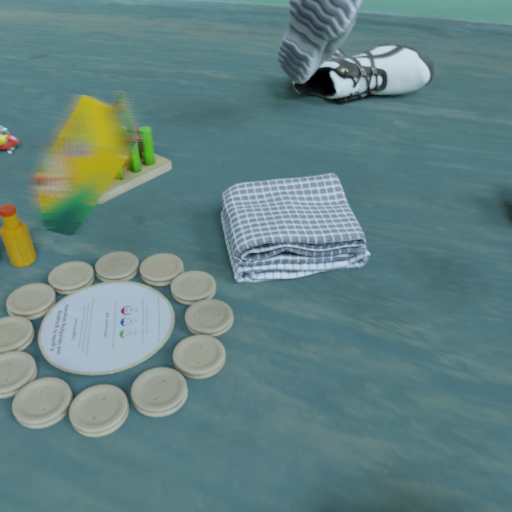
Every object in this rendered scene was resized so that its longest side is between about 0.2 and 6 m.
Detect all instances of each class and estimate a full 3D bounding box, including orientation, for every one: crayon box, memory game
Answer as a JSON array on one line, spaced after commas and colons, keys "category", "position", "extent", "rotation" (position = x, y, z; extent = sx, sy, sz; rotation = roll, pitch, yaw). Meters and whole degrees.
[{"category": "crayon box", "position": [-1.651, -0.925, 5.346], "extent": [0.328, 1.291, 0.820], "rotation": [17, 35, -42]}, {"category": "memory game", "position": [-1.990, 1.004, 7.620], "extent": [3.412, 0.217, 3.412], "rotation": [0, 37, 0]}]

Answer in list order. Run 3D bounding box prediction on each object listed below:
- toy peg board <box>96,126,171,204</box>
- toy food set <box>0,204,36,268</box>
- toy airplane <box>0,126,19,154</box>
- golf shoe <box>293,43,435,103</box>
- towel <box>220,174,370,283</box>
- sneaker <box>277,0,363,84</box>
[{"category": "toy peg board", "position": [-3.026, -2.087, 11.175], "extent": [1.875, 0.921, 1.883], "rotation": [27, 44, 31]}, {"category": "toy food set", "position": [-4.683, -0.493, 8.938], "extent": [2.292, 1.031, 1.094], "rotation": [23, 43, 28]}, {"category": "toy airplane", "position": [-5.605, -2.485, 12.021], "extent": [0.774, 0.549, 0.778], "rotation": [-31, 47, -33]}, {"category": "golf shoe", "position": [2.637, -4.449, 14.236], "extent": [3.583, 1.393, 1.693], "rotation": [8, 50, 18]}, {"category": "towel", "position": [0.581, -0.492, 9.022], "extent": [2.182, 0.934, 1.807], "rotation": [-7, 38, -9]}, {"category": "sneaker", "position": [1.339, -4.668, 10.693], "extent": [1.200, 3.212, 1.317], "rotation": [46, 72, -3]}]
